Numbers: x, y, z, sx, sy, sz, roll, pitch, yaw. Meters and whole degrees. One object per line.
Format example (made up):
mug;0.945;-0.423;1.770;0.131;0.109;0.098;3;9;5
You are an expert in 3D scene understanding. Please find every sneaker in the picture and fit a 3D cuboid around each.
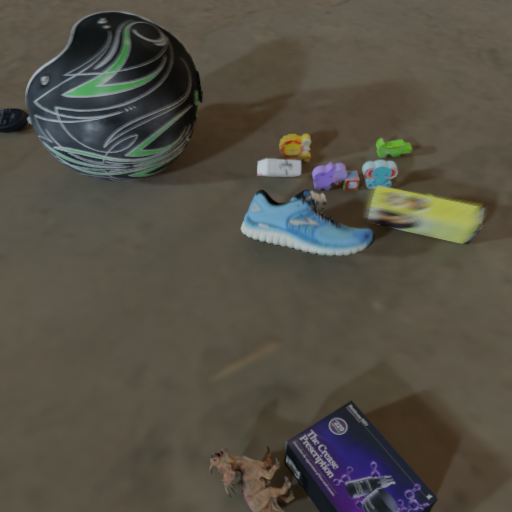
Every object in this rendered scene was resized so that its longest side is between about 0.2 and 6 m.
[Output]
sneaker;0.932;-0.621;9.894;2.372;1.067;0.930;12;8;10

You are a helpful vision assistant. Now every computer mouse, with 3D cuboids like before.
computer mouse;-6.411;-3.044;13.105;2.294;0.390;0.672;-4;57;3

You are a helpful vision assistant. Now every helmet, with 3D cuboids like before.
helmet;-2.775;-2.945;11.146;3.120;3.120;2.975;12;60;12

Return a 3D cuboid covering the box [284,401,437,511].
box;1.260;2.802;7.040;1.120;0.626;1.586;-24;49;-25

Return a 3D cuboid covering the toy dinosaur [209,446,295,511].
toy dinosaur;-0.017;2.920;7.033;0.824;0.522;1.215;-27;67;-11

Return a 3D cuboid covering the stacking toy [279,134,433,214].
stacking toy;2.021;-1.682;11.401;2.899;0.681;2.186;-3;47;-3

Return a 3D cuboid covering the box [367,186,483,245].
box;3.085;-0.743;10.315;1.926;0.725;0.483;12;68;8

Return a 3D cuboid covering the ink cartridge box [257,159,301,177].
ink cartridge box;0.473;-1.807;11.545;0.767;0.325;0.559;1;4;-21
